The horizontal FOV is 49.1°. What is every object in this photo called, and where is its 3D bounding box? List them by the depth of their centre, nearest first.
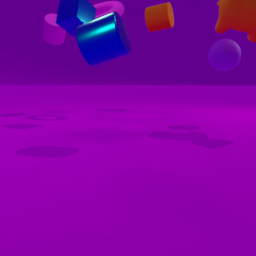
[{"bbox_3d":[-0.398,-1.475,4.700,0.709,0.709,0.709,-15,5,16],"label":"cylinder"},{"bbox_3d":[2.707,-2.491,5.697,1.706,0.936,1.679,16,-12,9],"label":"cow figurine"},{"bbox_3d":[2.492,-1.878,7.241,0.804,0.804,0.804,0,9,0],"label":"ball"},{"bbox_3d":[-1.354,-2.952,7.370,0.713,0.713,0.713,-2,-16,31],"label":"cube"},{"bbox_3d":[-0.982,-3.664,9.128,1.772,0.354,1.772,-13,38,10],"label":"ring"},{"bbox_3d":[-2.605,-3.503,9.958,0.776,0.776,0.776,12,49,-13],"label":"cylinder"},{"bbox_3d":[1.311,-4.574,11.594,0.983,0.983,0.983,-4,7,23],"label":"cylinder"}]
